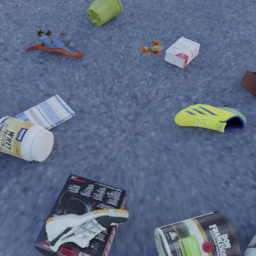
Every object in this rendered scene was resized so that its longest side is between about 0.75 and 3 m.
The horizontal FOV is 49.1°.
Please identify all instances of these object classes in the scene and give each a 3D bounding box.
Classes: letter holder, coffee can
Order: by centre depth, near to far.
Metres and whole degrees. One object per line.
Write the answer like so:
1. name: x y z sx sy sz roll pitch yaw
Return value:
1. coffee can: 1.798 3.134 7.519 1.851 1.355 1.355 -13 53 -9
2. letter holder: 5.524 -1.901 11.805 0.642 0.907 1.276 -25 55 -18

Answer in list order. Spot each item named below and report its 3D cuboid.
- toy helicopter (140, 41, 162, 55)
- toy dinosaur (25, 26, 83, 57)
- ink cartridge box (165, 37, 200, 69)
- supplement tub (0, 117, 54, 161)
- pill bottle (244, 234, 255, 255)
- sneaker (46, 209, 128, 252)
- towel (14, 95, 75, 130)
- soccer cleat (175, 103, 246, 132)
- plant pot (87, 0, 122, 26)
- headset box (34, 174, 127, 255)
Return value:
1. toy helicopter: 0.896 -2.901 10.230 0.795 0.474 1.202 -9 19 -7
2. toy dinosaur: -3.367 -3.913 13.675 2.241 2.470 1.297 50 21 11
3. ink cartridge box: 2.584 -3.586 13.324 1.064 0.617 1.441 32 56 23
4. supplement tub: -3.635 0.402 9.735 1.759 1.270 1.270 15 53 13
5. pill bottle: 3.901 3.332 7.475 1.194 1.194 2.098 35 59 24
6. sneaker: -0.995 2.624 7.218 2.111 0.798 0.925 -8 72 -7
7. towel: -3.304 -0.505 11.130 2.001 0.238 1.470 -32 57 -22
8. soccer cleat: 3.128 -0.305 10.549 2.664 0.861 1.114 -2 47 -3
9. plant pot: -1.370 -6.373 15.104 1.584 1.584 1.457 32 69 23
10. headset box: -1.304 2.812 8.032 1.874 0.946 2.521 14 53 11
